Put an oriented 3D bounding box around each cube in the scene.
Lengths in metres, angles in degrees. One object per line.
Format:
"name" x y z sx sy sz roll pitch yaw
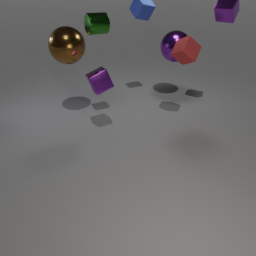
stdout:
"cube" 2.160 -2.875 10.426 0.700 0.700 0.700 31 -15 -28
"cube" 0.598 -5.042 11.741 0.700 0.700 0.700 -6 57 -34
"cube" 3.730 -4.489 10.550 0.700 0.700 0.700 19 73 30
"cube" -1.017 -1.689 9.989 0.700 0.700 0.700 -29 27 -7

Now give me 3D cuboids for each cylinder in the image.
"cylinder" -1.054 -3.543 9.506 0.700 0.700 0.700 -12 32 -23

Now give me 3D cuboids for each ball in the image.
"ball" -2.316 -3.138 10.658 1.400 1.400 1.400 0 30 0
"ball" 2.197 -3.758 12.910 1.400 1.400 1.400 0 30 0
